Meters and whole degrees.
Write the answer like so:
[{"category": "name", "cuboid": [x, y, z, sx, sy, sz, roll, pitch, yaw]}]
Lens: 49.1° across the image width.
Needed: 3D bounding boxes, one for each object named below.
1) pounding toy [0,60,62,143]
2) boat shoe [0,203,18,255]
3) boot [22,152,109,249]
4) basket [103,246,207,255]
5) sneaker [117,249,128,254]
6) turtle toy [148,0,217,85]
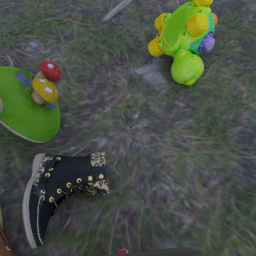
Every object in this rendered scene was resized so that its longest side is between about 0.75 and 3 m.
[{"category": "pounding toy", "cuboid": [-2.298, -0.941, 6.370, 1.301, 2.805, 2.165, -39, 67, 14]}, {"category": "boat shoe", "cuboid": [-2.547, 2.305, 4.874, 1.034, 0.970, 2.873, -28, 64, -11]}, {"category": "boot", "cuboid": [-1.226, 1.323, 5.876, 1.657, 0.805, 2.201, -5, 37, -4]}, {"category": "basket", "cuboid": [0.191, 2.624, 4.264, 2.196, 1.980, 1.493, 0, 81, -22]}, {"category": "sneaker", "cuboid": [-0.318, 2.529, 5.216, 0.283, 0.447, 0.795, 16, 50, 41]}, {"category": "turtle toy", "cuboid": [1.802, -2.671, 8.596, 1.438, 2.073, 2.845, 31, 61, -32]}]
